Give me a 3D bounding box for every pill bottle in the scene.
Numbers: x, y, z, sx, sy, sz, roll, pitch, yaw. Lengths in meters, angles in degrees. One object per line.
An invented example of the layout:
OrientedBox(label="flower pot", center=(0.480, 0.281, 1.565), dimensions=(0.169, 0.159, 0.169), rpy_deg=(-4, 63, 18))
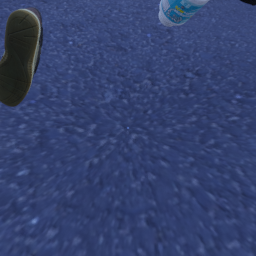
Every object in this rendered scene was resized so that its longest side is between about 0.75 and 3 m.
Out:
OrientedBox(label="pill bottle", center=(1.305, -3.037, 6.726), dimensions=(0.839, 1.514, 0.839), rpy_deg=(3, 81, -20))

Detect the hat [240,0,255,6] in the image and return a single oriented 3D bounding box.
OrientedBox(label="hat", center=(2.861, -3.462, 6.299), dimensions=(2.642, 1.066, 2.642), rpy_deg=(27, 16, -9))

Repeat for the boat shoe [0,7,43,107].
OrientedBox(label="boat shoe", center=(-1.851, -1.197, 4.907), dimensions=(0.674, 1.886, 0.620), rpy_deg=(26, 36, -6))
